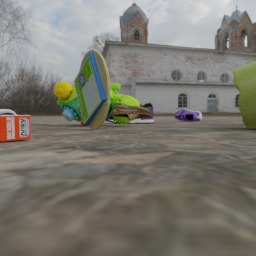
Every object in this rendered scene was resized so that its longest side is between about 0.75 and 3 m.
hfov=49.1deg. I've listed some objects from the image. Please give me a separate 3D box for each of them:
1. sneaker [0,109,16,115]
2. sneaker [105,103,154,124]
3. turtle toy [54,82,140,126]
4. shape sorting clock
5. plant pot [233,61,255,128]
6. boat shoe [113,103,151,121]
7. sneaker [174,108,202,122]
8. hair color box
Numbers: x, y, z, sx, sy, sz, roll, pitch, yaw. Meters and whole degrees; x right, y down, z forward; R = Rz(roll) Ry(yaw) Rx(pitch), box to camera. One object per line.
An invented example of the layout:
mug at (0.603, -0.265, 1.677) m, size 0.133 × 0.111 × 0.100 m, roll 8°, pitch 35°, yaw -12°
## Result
sneaker at (-2.899, -0.096, 4.815) m, size 0.985 × 0.643 × 1.761 m, roll -2°, pitch -6°, yaw 26°
sneaker at (0.044, -0.716, 12.165) m, size 2.289 × 1.002 × 0.867 m, roll -1°, pitch 6°, yaw -25°
turtle toy at (-1.060, -0.844, 9.691) m, size 2.956 × 1.494 × 2.154 m, roll -1°, pitch 5°, yaw 11°
shape sorting clock at (-0.902, -0.974, 7.255) m, size 0.396 × 2.019 × 2.019 m, roll -2°, pitch 4°, yaw -33°
plant pot at (4.148, -1.021, 7.307) m, size 2.393 × 2.602 × 2.602 m, roll -11°, pitch -2°, yaw 26°
boat shoe at (0.073, -0.295, 5.849) m, size 0.810 × 0.299 × 0.307 m, roll 9°, pitch -17°, yaw 4°
sneaker at (3.223, -0.698, 15.582) m, size 0.767 × 0.741 × 1.838 m, roll -9°, pitch 8°, yaw -34°
hair color box at (-2.158, 0.008, 4.058) m, size 0.706 × 0.407 × 1.273 m, roll 2°, pitch 5°, yaw 40°
